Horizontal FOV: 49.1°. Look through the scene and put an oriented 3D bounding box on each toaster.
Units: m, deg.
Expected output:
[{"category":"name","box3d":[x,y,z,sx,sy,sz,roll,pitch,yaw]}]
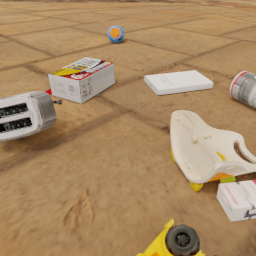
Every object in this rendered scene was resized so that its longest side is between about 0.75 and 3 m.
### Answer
[{"category":"toaster","box3d":[-2.891,-0.328,7.600,2.104,1.196,1.359,-11,10,3]}]

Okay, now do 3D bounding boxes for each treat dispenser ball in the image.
[{"category":"treat dispenser ball","box3d":[-0.743,-5.772,17.292,1.021,1.021,1.021,0,31,0]}]

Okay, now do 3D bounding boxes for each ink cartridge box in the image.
[{"category":"ink cartridge box","box3d":[-1.945,-1.985,11.064,1.982,0.947,2.258,16,35,26]},{"category":"ink cartridge box","box3d":[2.454,1.488,5.823,0.978,0.413,0.708,-5,31,-7]}]

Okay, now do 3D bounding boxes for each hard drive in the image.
[{"category":"hard drive","box3d":[2.039,-1.896,11.534,2.369,0.316,1.562,-9,32,-14]}]

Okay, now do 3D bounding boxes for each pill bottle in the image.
[{"category":"pill bottle","box3d":[4.565,-1.183,9.629,1.060,1.060,1.862,-17,36,-25]}]

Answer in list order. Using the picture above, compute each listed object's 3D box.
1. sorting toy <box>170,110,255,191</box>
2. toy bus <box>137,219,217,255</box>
[{"category":"sorting toy","box3d":[2.282,0.586,6.777,1.997,1.185,2.218,-1,32,-17]},{"category":"toy bus","box3d":[0.732,2.306,4.088,1.363,0.964,1.420,-33,45,-23]}]
